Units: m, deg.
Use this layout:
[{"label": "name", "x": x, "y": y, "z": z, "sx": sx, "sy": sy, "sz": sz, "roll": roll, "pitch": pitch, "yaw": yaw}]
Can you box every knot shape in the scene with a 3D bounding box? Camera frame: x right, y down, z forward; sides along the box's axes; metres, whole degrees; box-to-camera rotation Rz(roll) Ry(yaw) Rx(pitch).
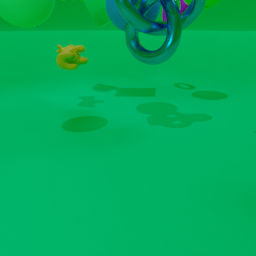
[{"label": "knot shape", "x": 0.716, "y": -2.373, "z": 5.652, "sx": 1.799, "sy": 1.922, "sz": 0.888, "roll": -18, "pitch": 25, "yaw": 2}]

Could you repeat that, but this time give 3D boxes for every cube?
[{"label": "cube", "x": -0.567, "y": -3.931, "z": 8.102, "sx": 1.235, "sy": 1.235, "sz": 1.235, "roll": -18, "pitch": 43, "yaw": 19}]

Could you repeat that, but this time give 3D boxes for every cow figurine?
[{"label": "cow figurine", "x": -1.789, "y": -2.080, "z": 8.252, "sx": 1.193, "sy": 0.665, "sz": 1.212, "roll": 3, "pitch": 33, "yaw": 27}]

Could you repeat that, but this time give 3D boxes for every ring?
[{"label": "ring", "x": 1.563, "y": -3.962, "z": 9.399, "sx": 0.247, "sy": 1.236, "sz": 1.236, "roll": -2, "pitch": 19, "yaw": -29}]

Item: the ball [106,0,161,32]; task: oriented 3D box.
[{"label": "ball", "x": 0.120, "y": -2.859, "z": 6.458, "sx": 1.268, "sy": 1.268, "sz": 1.268, "roll": 0, "pitch": 21, "yaw": 0}]

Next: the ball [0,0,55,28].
[{"label": "ball", "x": -1.917, "y": -2.436, "z": 5.091, "sx": 1.147, "sy": 1.147, "sz": 1.147, "roll": 0, "pitch": 21, "yaw": 0}]

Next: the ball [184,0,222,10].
[{"label": "ball", "x": 2.056, "y": -3.871, "z": 7.585, "sx": 1.268, "sy": 1.268, "sz": 1.268, "roll": 0, "pitch": 21, "yaw": 0}]
